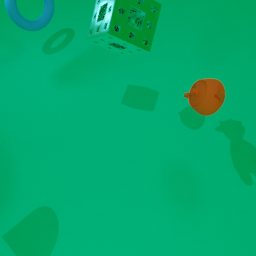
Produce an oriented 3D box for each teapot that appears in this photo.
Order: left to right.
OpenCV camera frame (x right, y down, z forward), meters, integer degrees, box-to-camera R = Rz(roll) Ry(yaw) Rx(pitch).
[{"bbox_3d":[1.613,-0.676,5.834,0.632,1.291,0.803,15,88,-25],"label":"teapot"}]

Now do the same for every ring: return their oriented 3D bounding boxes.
[{"bbox_3d":[-2.779,-3.558,8.020,0.301,1.505,1.505,24,56,37],"label":"ring"}]

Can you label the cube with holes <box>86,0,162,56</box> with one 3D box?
[{"bbox_3d":[-0.076,-1.603,4.274,0.741,0.741,0.741,14,91,-32],"label":"cube with holes"}]
